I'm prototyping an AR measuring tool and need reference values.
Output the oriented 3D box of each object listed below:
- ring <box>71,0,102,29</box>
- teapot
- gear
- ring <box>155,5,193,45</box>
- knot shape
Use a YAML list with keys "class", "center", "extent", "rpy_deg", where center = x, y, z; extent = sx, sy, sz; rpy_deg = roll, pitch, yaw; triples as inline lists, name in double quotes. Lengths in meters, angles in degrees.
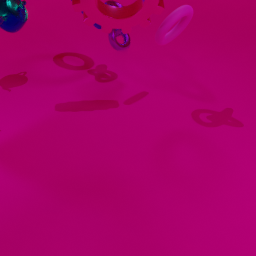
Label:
- class: "ring"
  center: [-1.548, -4.335, 9.806]
  extent: [0.411, 2.056, 2.056]
  rpy_deg: [-39, 36, 11]
- class: "teapot"
  center: [-3.342, -3.293, 7.952]
  extent: [0.860, 1.092, 1.756]
  rpy_deg: [-15, 35, 20]
- class: "gear"
  center: [-0.172, -2.753, 5.769]
  extent: [1.948, 1.948, 0.360]
  rpy_deg: [-3, 68, -4]
- class: "ring"
  center: [1.143, -2.540, 6.974]
  extent: [1.173, 1.173, 0.235]
  rpy_deg: [-33, 79, -38]
- class: "knot shape"
  center: [-0.341, -3.415, 9.000]
  extent: [0.741, 1.501, 1.604]
  rpy_deg: [-9, 67, -2]
